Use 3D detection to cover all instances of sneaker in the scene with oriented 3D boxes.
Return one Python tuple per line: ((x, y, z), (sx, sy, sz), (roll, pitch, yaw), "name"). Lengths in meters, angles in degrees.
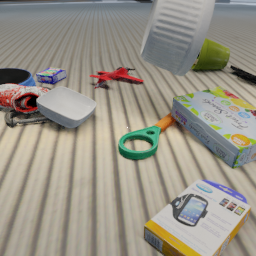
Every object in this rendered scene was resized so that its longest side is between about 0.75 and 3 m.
((-4.006, -1.044, 9.864), (2.556, 0.853, 1.370), (0, 17, 1), "sneaker")

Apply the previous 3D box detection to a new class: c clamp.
((-3.212, -0.387, 9.583), (2.068, 0.280, 1.767), (-5, 30, -9), "c clamp")

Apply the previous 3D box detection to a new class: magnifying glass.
((0.751, 0.146, 8.637), (1.118, 0.315, 2.809), (20, 33, 30), "magnifying glass")

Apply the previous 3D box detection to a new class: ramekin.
((1.426, -3.256, 8.915), (1.539, 2.932, 2.932), (14, 29, -6), "ramekin")

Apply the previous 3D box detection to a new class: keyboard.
((5.593, -2.367, 13.088), (1.212, 0.461, 2.328), (12, 22, -28), "keyboard")

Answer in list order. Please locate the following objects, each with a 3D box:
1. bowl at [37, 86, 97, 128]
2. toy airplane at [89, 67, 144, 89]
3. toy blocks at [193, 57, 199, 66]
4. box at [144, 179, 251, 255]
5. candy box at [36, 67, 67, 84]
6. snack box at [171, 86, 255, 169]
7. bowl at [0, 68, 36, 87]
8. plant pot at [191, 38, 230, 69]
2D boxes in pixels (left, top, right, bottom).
((-2.039, -0.640, 9.395), (1.656, 0.618, 1.654), (24, 33, 9), "bowl")
((-0.714, -2.433, 12.921), (2.699, 0.496, 2.699), (-1, 29, 1), "toy airplane")
((3.742, -3.255, 14.208), (0.917, 0.458, 0.627), (7, 25, -34), "toy blocks")
((1.485, 1.824, 5.624), (1.279, 0.446, 2.149), (26, 36, 37), "box")
((-3.545, -2.450, 13.029), (0.907, 0.413, 1.073), (11, 31, 21), "candy box")
((2.978, -0.191, 8.556), (2.063, 0.768, 2.900), (-16, 39, -23), "snack box")
((-5.467, -1.879, 11.883), (2.937, 0.576, 2.937), (0, 30, 0), "bowl")
((4.192, -3.650, 14.163), (1.598, 1.659, 1.659), (10, 30, -4), "plant pot")
